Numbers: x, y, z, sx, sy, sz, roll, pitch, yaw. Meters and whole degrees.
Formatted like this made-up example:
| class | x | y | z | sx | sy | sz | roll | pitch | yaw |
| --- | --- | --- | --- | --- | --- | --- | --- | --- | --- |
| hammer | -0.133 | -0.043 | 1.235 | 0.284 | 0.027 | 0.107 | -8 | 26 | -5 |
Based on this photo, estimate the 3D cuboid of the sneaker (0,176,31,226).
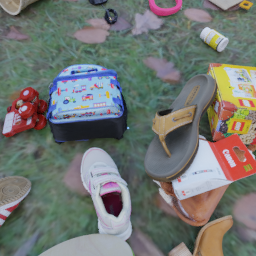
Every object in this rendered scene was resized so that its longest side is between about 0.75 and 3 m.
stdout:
| class | x | y | z | sx | sy | sz | roll | pitch | yaw |
| --- | --- | --- | --- | --- | --- | --- | --- | --- | --- |
| sneaker | -2.873 | 2.013 | 5.779 | 0.809 | 1.277 | 2.270 | 18 | 28 | 15 |

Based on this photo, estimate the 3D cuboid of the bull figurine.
| class | x | y | z | sx | sy | sz | roll | pitch | yaw |
| --- | --- | --- | --- | --- | --- | --- | --- | --- | --- |
| bull figurine | 1.744 | 0.894 | 6.279 | 1.611 | 0.864 | 2.654 | 32 | 53 | 22 |

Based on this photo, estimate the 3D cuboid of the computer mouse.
| class | x | y | z | sx | sy | sz | roll | pitch | yaw |
| --- | --- | --- | --- | --- | --- | --- | --- | --- | --- |
| computer mouse | -0.953 | -4.657 | 10.432 | 0.672 | 0.390 | 2.292 | -21 | 59 | -15 |

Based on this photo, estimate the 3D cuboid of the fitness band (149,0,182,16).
| class | x | y | z | sx | sy | sz | roll | pitch | yaw |
| --- | --- | --- | --- | --- | --- | --- | --- | --- | --- |
| fitness band | 1.399 | -4.824 | 10.618 | 1.201 | 0.313 | 1.673 | -5 | 55 | 0 |

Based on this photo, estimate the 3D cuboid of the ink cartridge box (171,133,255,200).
| class | x | y | z | sx | sy | sz | roll | pitch | yaw |
| --- | --- | --- | --- | --- | --- | --- | --- | --- | --- |
| ink cartridge box | 1.577 | 0.626 | 5.562 | 1.591 | 0.399 | 1.290 | -25 | 29 | 12 |

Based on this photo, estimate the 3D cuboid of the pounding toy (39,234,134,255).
| class | x | y | z | sx | sy | sz | roll | pitch | yaw |
| --- | --- | --- | --- | --- | --- | --- | --- | --- | --- |
| pounding toy | -0.944 | 3.115 | 4.472 | 2.238 | 1.345 | 2.899 | -11 | 11 | 28 |

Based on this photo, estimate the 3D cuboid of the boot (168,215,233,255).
| class | x | y | z | sx | sy | sz | roll | pitch | yaw |
| --- | --- | --- | --- | --- | --- | --- | --- | --- | --- |
| boot | 1.722 | 2.562 | 5.427 | 1.581 | 0.583 | 1.223 | -34 | 61 | -8 |

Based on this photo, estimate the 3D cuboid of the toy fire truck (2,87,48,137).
| class | x | y | z | sx | sy | sz | roll | pitch | yaw |
| --- | --- | --- | --- | --- | --- | --- | --- | --- | --- |
| toy fire truck | -2.793 | -0.434 | 7.434 | 1.074 | 0.717 | 1.278 | -17 | 54 | 11 |

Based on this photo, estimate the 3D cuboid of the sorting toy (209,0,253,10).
| class | x | y | z | sx | sy | sz | roll | pitch | yaw |
| --- | --- | --- | --- | --- | --- | --- | --- | --- | --- |
| sorting toy | 3.751 | -4.938 | 10.702 | 1.155 | 0.279 | 2.052 | -33 | 62 | -16 |

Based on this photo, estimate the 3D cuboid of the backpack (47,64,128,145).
| class | x | y | z | sx | sy | sz | roll | pitch | yaw |
| --- | --- | --- | --- | --- | --- | --- | --- | --- | --- |
| backpack | -1.039 | -0.835 | 7.199 | 1.978 | 1.458 | 2.167 | -4 | 54 | -2 |

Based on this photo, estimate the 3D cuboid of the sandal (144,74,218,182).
| class | x | y | z | sx | sy | sz | roll | pitch | yaw |
| --- | --- | --- | --- | --- | --- | --- | --- | --- | --- |
| sandal | 1.062 | -0.208 | 5.931 | 1.180 | 0.788 | 2.889 | 2 | 54 | 49 |

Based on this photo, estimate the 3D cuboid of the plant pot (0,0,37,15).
| class | x | y | z | sx | sy | sz | roll | pitch | yaw |
| --- | --- | --- | --- | --- | --- | --- | --- | --- | --- |
| plant pot | -3.669 | -5.453 | 10.145 | 2.139 | 2.139 | 1.958 | 37 | 52 | 22 |

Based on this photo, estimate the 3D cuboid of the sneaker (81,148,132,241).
| class | x | y | z | sx | sy | sz | roll | pitch | yaw |
| --- | --- | --- | --- | --- | --- | --- | --- | --- | --- |
| sneaker | -0.419 | 1.256 | 5.995 | 0.881 | 0.955 | 2.166 | -14 | 58 | -20 |

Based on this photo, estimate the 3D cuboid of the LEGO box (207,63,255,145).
| class | x | y | z | sx | sy | sz | roll | pitch | yaw |
| --- | --- | --- | --- | --- | --- | --- | --- | --- | --- |
| LEGO box | 2.938 | -0.658 | 6.948 | 1.773 | 0.919 | 2.381 | 7 | 37 | 5 |

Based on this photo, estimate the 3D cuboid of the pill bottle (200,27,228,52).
| class | x | y | z | sx | sy | sz | roll | pitch | yaw |
| --- | --- | --- | --- | --- | --- | --- | --- | --- | --- |
| pill bottle | 2.814 | -2.920 | 9.193 | 0.480 | 0.480 | 0.840 | -33 | 62 | -21 |
